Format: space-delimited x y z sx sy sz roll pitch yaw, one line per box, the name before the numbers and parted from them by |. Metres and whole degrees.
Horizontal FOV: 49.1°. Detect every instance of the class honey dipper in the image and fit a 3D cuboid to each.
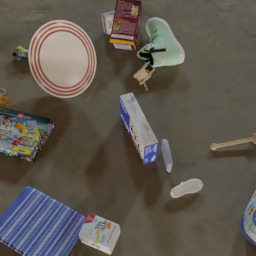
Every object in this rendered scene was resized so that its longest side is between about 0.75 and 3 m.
honey dipper | 3.677 0.469 9.293 1.955 0.371 0.371 -12 53 -4

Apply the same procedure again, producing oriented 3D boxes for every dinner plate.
dinner plate | -2.427 -2.530 10.434 2.793 2.793 0.338 15 20 12

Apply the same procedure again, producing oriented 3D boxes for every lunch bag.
lunch bag | 4.476 2.319 7.360 2.289 1.079 2.857 31 57 20

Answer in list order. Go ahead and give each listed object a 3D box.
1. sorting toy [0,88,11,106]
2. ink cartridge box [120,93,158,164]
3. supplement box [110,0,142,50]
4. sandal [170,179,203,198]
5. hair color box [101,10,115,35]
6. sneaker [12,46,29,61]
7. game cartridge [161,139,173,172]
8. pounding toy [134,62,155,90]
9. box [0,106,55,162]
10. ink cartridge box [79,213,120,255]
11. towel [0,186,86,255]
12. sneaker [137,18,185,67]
sorting toy | -5.316 -1.155 10.595 1.974 0.269 1.111 24 59 18
ink cartridge box | 0.317 -0.017 9.190 0.490 1.042 2.217 -16 54 -12
supplement box | -0.066 -4.525 12.273 1.079 0.838 1.956 10 88 7
sandal | 1.711 1.742 8.295 1.028 0.418 0.253 -14 13 -10
hair color box | -0.317 -5.136 13.272 1.742 0.862 0.528 -23 41 -17
sneaker | -4.428 -3.047 11.991 1.344 0.497 0.544 28 63 29
game cartridge | 1.222 0.844 8.784 0.193 0.619 0.929 -5 53 -5
pounding toy | 0.628 -1.641 8.878 0.667 1.167 0.669 -41 100 11
box | -3.867 0.145 9.447 2.286 0.431 1.561 14 53 11
ink cartridge box | -0.716 2.746 7.273 0.884 0.639 0.642 17 54 13
towel | -2.403 2.682 7.622 2.255 0.269 1.633 23 53 16
sneaker | 1.032 -3.750 12.054 1.701 1.061 2.884 -15 56 -19
